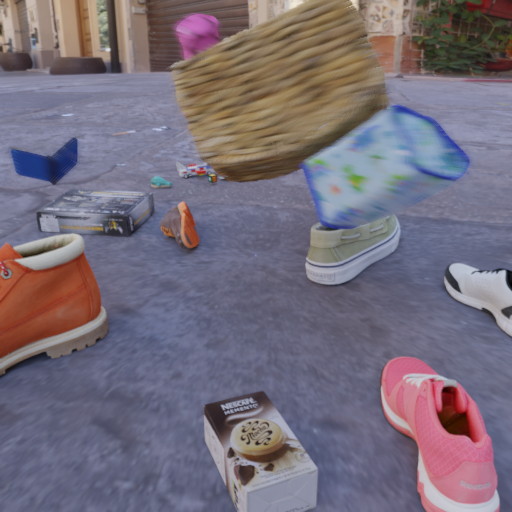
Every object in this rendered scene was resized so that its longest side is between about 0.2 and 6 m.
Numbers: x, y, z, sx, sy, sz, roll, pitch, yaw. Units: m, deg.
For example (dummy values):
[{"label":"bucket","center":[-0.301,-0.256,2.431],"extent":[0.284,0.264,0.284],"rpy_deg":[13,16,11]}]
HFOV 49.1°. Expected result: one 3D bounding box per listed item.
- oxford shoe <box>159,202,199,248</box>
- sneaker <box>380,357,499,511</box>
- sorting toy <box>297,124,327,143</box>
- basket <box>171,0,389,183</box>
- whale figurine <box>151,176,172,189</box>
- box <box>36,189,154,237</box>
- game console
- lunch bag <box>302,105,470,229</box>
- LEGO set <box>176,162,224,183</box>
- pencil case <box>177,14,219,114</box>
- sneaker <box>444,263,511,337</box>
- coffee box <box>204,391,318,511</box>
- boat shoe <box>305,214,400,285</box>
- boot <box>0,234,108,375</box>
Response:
[{"label":"oxford shoe","center":[-1.655,-0.542,11.849],"extent":[0.684,0.669,1.877],"rpy_deg":[-24,23,1]},{"label":"sneaker","center":[1.999,1.636,6.035],"extent":[0.893,1.051,2.423],"rpy_deg":[-1,23,-3]},{"label":"sorting toy","center":[1.329,-2.098,11.412],"extent":[1.628,0.570,1.638],"rpy_deg":[39,3,-39]},{"label":"basket","center":[0.483,-2.132,8.256],"extent":[2.733,1.950,2.036],"rpy_deg":[-23,-11,8]},{"label":"whale figurine","center":[-2.627,-2.042,15.515],"extent":[0.593,0.307,0.471],"rpy_deg":[7,24,16]},{"label":"box","center":[-3.633,-1.021,12.868],"extent":[2.141,0.517,1.695],"rpy_deg":[3,24,8]},{"label":"game console","center":[-3.876,-1.829,10.350],"extent":[0.968,0.671,1.134],"rpy_deg":[-51,5,-22]},{"label":"lunch bag","center":[1.718,-1.040,7.153],"extent":[1.739,1.108,1.479],"rpy_deg":[5,-26,-46]},{"label":"LEGO set","center":[-1.235,-2.669,16.733],"extent":[1.714,0.563,2.294],"rpy_deg":[5,24,20]},{"label":"pencil case","center":[-1.003,-3.262,9.727],"extent":[0.780,1.665,0.755],"rpy_deg":[-31,52,-28]},{"label":"sneaker","center":[3.863,0.496,8.940],"extent":[0.811,0.880,2.200],"rpy_deg":[-10,24,-19]},{"label":"coffee box","center":[-0.001,2.036,5.771],"extent":[0.742,0.524,1.313],"rpy_deg":[-10,25,-21]},{"label":"boat shoe","center":[2.020,-0.474,10.944],"extent":[1.200,1.034,3.334],"rpy_deg":[13,26,27]},{"label":"boot","center":[-3.601,0.719,7.397],"extent":[3.199,1.715,1.200],"rpy_deg":[-22,33,-38]}]
